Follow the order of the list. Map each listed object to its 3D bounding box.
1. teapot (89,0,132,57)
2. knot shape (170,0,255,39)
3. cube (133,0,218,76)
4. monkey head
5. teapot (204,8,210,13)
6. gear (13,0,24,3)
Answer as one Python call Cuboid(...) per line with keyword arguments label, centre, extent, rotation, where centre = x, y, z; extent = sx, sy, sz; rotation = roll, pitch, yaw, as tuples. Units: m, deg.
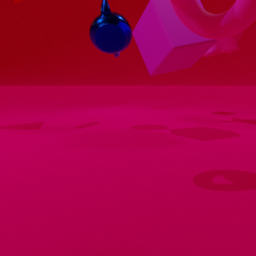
Cuboid(label="teapot", centre=(-0.383, -2.199, 6.189), extent=(0.945, 1.519, 0.744), rotation=(-6, 49, 8))
Cuboid(label="knot shape", centre=(0.491, -1.446, 2.263), extent=(1.271, 1.358, 0.628), rotation=(7, 18, 12))
Cuboid(label="cube", centre=(0.879, -1.793, 5.474), extent=(1.046, 1.046, 1.046), rotation=(-17, -11, -23))
Cuboid(label="monkey head", centre=(2.364, -2.363, 7.218), extent=(1.082, 0.906, 1.504), rotation=(-21, 31, -6))
Cuboid(label="teapot", centre=(2.194, -3.545, 9.017), extent=(0.852, 0.671, 1.370), rotation=(-36, 29, 22))
Cuboid(label="gear", centre=(-2.527, -3.288, 5.992), extent=(0.203, 1.099, 1.099), rotation=(-8, 7, 17))
